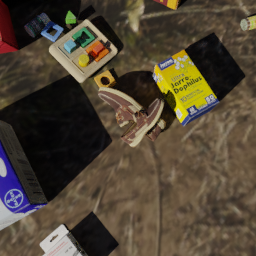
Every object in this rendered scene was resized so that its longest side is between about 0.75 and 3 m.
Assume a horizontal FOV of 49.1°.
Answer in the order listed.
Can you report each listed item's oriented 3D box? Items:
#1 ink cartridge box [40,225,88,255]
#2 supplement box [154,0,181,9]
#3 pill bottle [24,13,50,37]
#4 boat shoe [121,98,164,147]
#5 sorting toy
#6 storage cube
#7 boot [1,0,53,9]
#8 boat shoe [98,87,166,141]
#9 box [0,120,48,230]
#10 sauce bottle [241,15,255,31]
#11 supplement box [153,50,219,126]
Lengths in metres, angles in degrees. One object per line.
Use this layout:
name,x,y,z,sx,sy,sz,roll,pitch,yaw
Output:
ink cartridge box,-1.671,3.485,7.518,0.881,0.507,1.521,-41,81,-8
supplement box,0.999,-6.055,8.843,2.940,1.979,2.980,27,79,6
pill bottle,-2.906,-3.329,9.022,0.436,0.436,0.770,41,75,8
boat shoe,0.369,-0.217,7.648,0.565,0.566,1.570,32,106,-17
sorting toy,-1.366,-2.453,8.722,2.916,0.397,1.642,45,76,3
storage cube,-4.312,-2.968,8.247,1.436,1.510,1.680,-14,96,-3
boot,-3.313,-4.339,9.111,1.428,0.719,1.910,32,79,6
boat shoe,-0.013,-0.392,8.241,2.246,0.810,0.808,33,79,1
box,-4.159,1.546,7.414,2.916,1.530,2.681,-29,79,-5
sauce bottle,4.329,-3.503,9.096,1.245,0.403,0.403,-17,78,-2
supplement box,1.648,-1.149,8.267,1.001,1.007,1.840,-30,79,-6
